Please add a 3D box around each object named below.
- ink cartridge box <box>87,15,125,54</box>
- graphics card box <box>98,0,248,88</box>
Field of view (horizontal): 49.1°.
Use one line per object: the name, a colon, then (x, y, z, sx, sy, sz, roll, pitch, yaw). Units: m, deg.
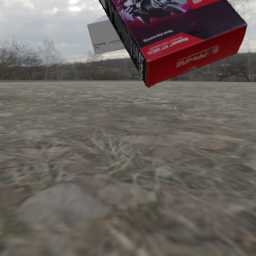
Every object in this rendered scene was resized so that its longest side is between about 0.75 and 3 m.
ink cartridge box: (-0.184, -3.640, 10.213, 1.865, 1.074, 2.556, -8, 27, 13)
graphics card box: (0.453, -1.917, 4.251, 1.510, 2.407, 0.612, -22, -25, -7)
